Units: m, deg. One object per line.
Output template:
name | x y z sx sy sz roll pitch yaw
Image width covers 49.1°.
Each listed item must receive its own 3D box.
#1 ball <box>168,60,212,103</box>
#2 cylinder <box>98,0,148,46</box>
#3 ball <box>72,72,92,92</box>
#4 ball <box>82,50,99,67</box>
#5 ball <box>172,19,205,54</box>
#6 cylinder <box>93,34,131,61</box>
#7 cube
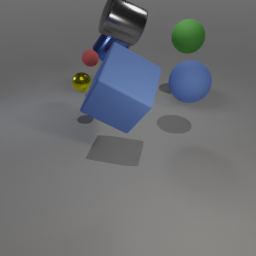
ball | 2.049 -1.529 9.282 1.400 1.400 1.400 0 30 0
cylinder | -0.208 -3.954 10.362 1.400 1.400 1.400 16 24 -21
ball | -1.611 -1.597 9.789 0.700 0.700 0.700 0 30 0
ball | -1.588 -2.934 11.794 0.700 0.700 0.700 0 30 0
ball | 2.558 -3.879 11.894 1.400 1.400 1.400 0 30 0
cylinder | -0.712 -3.895 13.074 1.400 1.400 1.400 29 35 -23
cube | -0.178 -0.977 7.119 1.400 1.400 1.400 26 53 -13
